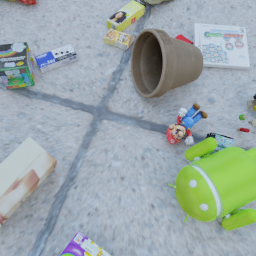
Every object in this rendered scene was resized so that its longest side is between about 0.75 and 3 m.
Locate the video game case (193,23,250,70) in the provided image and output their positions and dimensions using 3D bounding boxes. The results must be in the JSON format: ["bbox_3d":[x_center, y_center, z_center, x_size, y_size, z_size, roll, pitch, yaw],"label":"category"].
[{"bbox_3d":[3.679,-3.262,11.126,2.127,0.252,1.936,4,69,-2],"label":"video game case"}]

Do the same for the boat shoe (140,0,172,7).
[{"bbox_3d":[1.611,-6.364,12.653,1.043,1.018,2.757,33,51,17],"label":"boat shoe"}]

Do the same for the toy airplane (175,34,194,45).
[{"bbox_3d":[2.792,-3.403,11.423,1.790,0.329,1.790,0,60,-1],"label":"toy airplane"}]

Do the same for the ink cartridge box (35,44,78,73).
[{"bbox_3d":[-2.806,-2.730,11.002,1.504,0.333,0.707,-25,61,-15],"label":"ink cartridge box"}]

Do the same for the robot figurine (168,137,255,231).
[{"bbox_3d":[2.492,1.505,7.646,2.734,1.582,2.399,-20,73,-13],"label":"robot figurine"}]

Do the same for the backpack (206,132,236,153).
[{"bbox_3d":[2.911,0.517,8.762,0.857,0.761,0.645,9,81,0],"label":"backpack"}]

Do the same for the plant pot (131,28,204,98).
[{"bbox_3d":[1.461,-2.270,9.804,2.018,2.313,2.313,-8,57,-25],"label":"plant pot"}]

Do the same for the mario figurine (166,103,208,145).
[{"bbox_3d":[1.848,-0.049,8.825,1.488,0.789,0.918,-46,66,1],"label":"mario figurine"}]

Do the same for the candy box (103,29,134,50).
[{"bbox_3d":[-0.382,-3.668,11.595,1.105,0.306,0.638,22,60,14],"label":"candy box"}]

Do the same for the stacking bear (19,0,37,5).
[{"bbox_3d":[-5.327,-6.556,12.791,2.651,1.610,1.508,27,62,8],"label":"stacking bear"}]

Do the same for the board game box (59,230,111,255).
[{"bbox_3d":[-1.358,3.840,6.392,1.242,1.264,2.411,30,63,17],"label":"board game box"}]

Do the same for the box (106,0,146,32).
[{"bbox_3d":[-0.060,-4.894,12.263,0.709,0.472,1.884,35,64,19],"label":"box"}]

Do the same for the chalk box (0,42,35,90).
[{"bbox_3d":[-4.059,-2.128,10.222,1.057,1.050,1.694,-8,60,-7],"label":"chalk box"}]

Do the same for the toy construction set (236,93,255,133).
[{"bbox_3d":[4.354,-0.470,9.338,1.769,1.360,1.476,-32,93,1],"label":"toy construction set"}]

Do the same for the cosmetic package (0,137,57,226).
[{"bbox_3d":[-3.192,1.570,7.664,1.074,1.272,2.461,42,66,-2],"label":"cosmetic package"}]
